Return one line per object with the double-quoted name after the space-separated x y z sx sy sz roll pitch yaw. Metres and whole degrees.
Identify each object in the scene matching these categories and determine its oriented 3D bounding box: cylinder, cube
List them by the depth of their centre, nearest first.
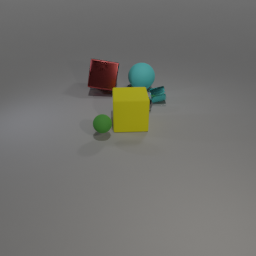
0.089 -0.770 11.456 1.400 1.400 1.400 -1 30 -3 "cube"
1.456 -1.615 13.508 0.700 0.700 0.700 -13 29 8 "cylinder"
-1.240 -2.751 14.424 1.400 1.400 1.400 8 13 -3 "cube"

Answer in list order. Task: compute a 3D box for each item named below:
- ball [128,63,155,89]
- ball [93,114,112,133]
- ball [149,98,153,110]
0.708 -2.705 14.683 1.400 1.400 1.400 0 30 0 "ball"
-0.944 -0.157 10.318 0.700 0.700 0.700 0 30 0 "ball"
0.774 -1.102 12.769 0.700 0.700 0.700 0 30 0 "ball"
